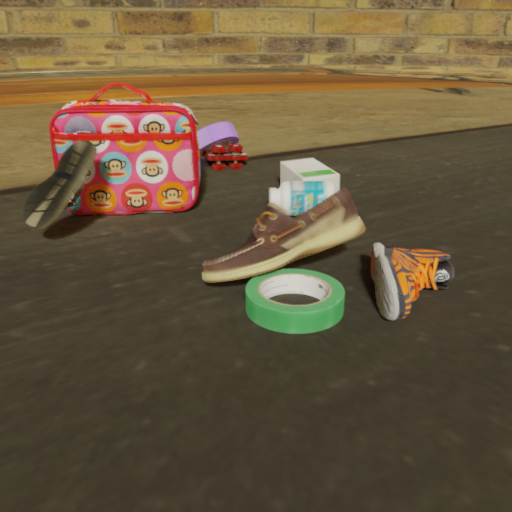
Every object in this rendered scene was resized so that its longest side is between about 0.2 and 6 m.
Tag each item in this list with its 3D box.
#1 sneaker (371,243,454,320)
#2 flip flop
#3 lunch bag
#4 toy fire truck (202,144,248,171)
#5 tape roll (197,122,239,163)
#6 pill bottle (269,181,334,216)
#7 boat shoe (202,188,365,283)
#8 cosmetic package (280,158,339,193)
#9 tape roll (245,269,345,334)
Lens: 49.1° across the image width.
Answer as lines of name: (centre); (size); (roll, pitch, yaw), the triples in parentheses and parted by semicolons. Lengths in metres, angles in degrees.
sneaker: (2.166, 0.268, 7.576); (1.081, 0.748, 1.929); (1, 23, 7)
flip flop: (-3.212, -1.141, 9.404); (0.718, 0.510, 1.770); (19, 71, 22)
lunch bag: (-2.495, -2.096, 10.947); (2.800, 2.467, 1.147); (-2, 23, -5)
toy fire truck: (-0.804, -2.645, 14.641); (1.082, 0.607, 0.908); (-5, 25, -14)
tape roll: (-1.157, -2.971, 14.700); (1.380, 0.453, 1.380); (-24, -5, -2)
pill bottle: (0.878, -1.115, 10.918); (1.230, 0.681, 0.681); (-1, 23, 0)
boat shoe: (0.312, -0.325, 7.980); (2.462, 0.886, 0.888); (-20, 4, -7)
cosmetic package: (1.128, -1.597, 12.094); (0.852, 0.672, 1.584); (-9, 25, -13)
tape roll: (0.508, 0.569, 7.415); (1.308, 0.314, 1.308); (0, 22, 0)
